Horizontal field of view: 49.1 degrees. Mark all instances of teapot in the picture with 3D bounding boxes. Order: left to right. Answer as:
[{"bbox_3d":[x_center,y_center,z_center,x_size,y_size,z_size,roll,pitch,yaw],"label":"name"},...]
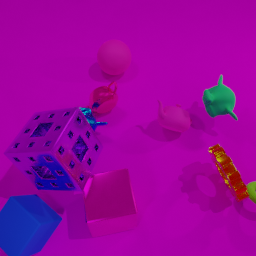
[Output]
[{"bbox_3d":[-0.820,-0.885,8.577,0.910,1.464,0.717,4,52,-54],"label":"teapot"},{"bbox_3d":[1.328,-0.339,8.119,0.968,1.558,0.763,12,83,54],"label":"teapot"}]

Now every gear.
[{"bbox_3d":[2.453,1.091,6.891,0.267,1.445,1.445,-28,57,7],"label":"gear"}]

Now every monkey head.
[{"bbox_3d":[-1.350,-0.064,8.127,1.445,1.039,0.871,-23,80,-9],"label":"monkey head"},{"bbox_3d":[2.590,-0.848,7.983,0.884,1.056,1.468,-18,69,16],"label":"monkey head"}]

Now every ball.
[{"bbox_3d":[-0.467,-2.400,9.548,1.172,1.172,1.172,0,55,0],"label":"ball"}]

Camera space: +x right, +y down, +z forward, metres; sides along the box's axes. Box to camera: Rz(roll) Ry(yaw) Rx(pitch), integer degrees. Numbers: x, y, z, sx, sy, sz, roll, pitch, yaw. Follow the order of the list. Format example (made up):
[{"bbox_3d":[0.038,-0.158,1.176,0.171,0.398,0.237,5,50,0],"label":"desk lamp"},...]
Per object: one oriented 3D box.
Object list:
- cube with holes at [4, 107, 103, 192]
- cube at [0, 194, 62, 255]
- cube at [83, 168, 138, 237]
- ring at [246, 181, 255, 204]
[{"bbox_3d":[-1.592,0.493,6.322,1.303,1.303,1.303,-5,42,27],"label":"cube with holes"},{"bbox_3d":[-2.259,2.154,6.209,0.955,0.955,0.955,34,90,19],"label":"cube"},{"bbox_3d":[-0.432,1.773,6.611,1.115,1.115,1.115,-10,55,-7],"label":"cube"},{"bbox_3d":[3.488,1.683,6.934,1.111,0.222,1.111,7,22,-3],"label":"ring"}]
